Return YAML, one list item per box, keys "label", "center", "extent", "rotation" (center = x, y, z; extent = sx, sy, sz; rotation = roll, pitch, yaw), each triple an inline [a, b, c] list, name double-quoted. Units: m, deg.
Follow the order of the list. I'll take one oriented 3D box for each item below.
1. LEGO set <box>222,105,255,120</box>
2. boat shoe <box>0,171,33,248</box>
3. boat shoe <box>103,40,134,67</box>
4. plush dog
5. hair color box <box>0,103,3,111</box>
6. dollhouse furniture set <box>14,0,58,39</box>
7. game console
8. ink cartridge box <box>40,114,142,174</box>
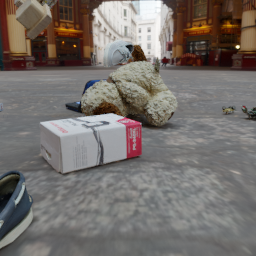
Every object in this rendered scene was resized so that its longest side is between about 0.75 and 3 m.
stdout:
- label: "LEGO set"
  center: [4.243, -0.519, 9.543]
  extent: [1.307, 0.570, 2.013]
  rotation: [-3, 1, -19]
- label: "boat shoe"
  center: [-1.589, 1.047, 2.637]
  extent: [0.799, 0.660, 2.135]
  rotation: [4, 15, 15]
- label: "boat shoe"
  center: [-0.191, -1.842, 6.825]
  extent: [0.515, 0.504, 1.446]
  rotation: [10, 32, 12]
- label: "plush dog"
  center: [-0.276, -1.042, 8.724]
  extent: [2.508, 2.343, 2.920]
  rotation: [-29, 22, -14]
- label: "hair color box"
  center: [-5.130, -0.710, 10.371]
  extent: [0.496, 0.304, 1.002]
  rotation: [1, 13, 7]
- label: "dollhouse furniture set"
  center: [-0.275, -2.074, 3.545]
  extent: [1.168, 2.039, 2.391]
  rotation: [38, 22, -42]
- label: "game console"
  center: [-1.196, -1.388, 11.141]
  extent: [2.124, 1.257, 1.813]
  rotation: [-11, 18, -39]
- label: "ink cartridge box"
  center: [-0.778, 0.229, 5.741]
  extent: [1.749, 0.729, 1.270]
  rotation: [-9, 17, -31]
